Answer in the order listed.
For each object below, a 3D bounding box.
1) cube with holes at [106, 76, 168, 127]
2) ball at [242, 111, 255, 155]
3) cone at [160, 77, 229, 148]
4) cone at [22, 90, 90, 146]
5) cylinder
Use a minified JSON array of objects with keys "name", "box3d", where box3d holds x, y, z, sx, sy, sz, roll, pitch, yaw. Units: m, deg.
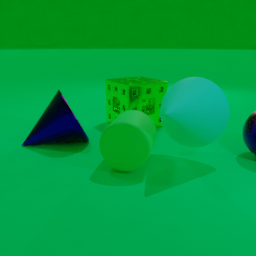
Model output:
[{"name":"cube with holes","box3d":[0.235,-0.790,8.634,1.367,1.367,1.367,-10,20,-29]},{"name":"ball","box3d":[3.124,0.111,6.106,1.169,1.169,1.169,0,17,0]},{"name":"cone","box3d":[1.036,-0.291,5.502,1.546,1.546,1.551,10,9,30]},{"name":"cone","box3d":[-1.994,0.055,7.038,1.506,1.500,1.500,-31,24,-7]},{"name":"cylinder","box3d":[0.029,0.230,5.803,1.009,1.009,1.009,4,18,12]}]
